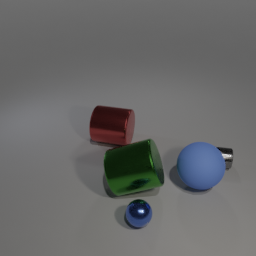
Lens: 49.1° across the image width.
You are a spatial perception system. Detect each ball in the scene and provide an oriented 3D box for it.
[{"bbox_3d":[0.287,2.214,7.292,0.700,0.700,0.700,0,31,0],"label":"ball"},{"bbox_3d":[2.150,1.111,8.302,1.400,1.400,1.400,0,31,0],"label":"ball"}]

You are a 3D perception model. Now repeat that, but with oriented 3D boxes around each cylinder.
[{"bbox_3d":[-0.566,-0.095,10.608,1.400,1.400,1.400,8,32,13],"label":"cylinder"},{"bbox_3d":[3.125,0.995,9.472,0.700,0.700,0.700,6,31,11],"label":"cylinder"},{"bbox_3d":[0.198,1.144,8.161,1.400,1.400,1.400,-16,28,14],"label":"cylinder"}]
